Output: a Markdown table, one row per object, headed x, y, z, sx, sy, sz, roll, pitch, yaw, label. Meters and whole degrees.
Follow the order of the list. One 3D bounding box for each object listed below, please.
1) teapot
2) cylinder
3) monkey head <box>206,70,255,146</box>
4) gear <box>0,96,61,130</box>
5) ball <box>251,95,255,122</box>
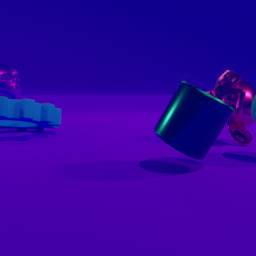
| x | y | z | sx | sy | sz | roll | pitch | yaw | label |
| --- | --- | --- | --- | --- | --- | --- | --- | --- | --- |
| -3.376 | -1.021 | 7.009 | 2.004 | 1.246 | 0.981 | -15 | -14 | 33 | teapot |
| 0.811 | -0.101 | 3.511 | 0.734 | 0.734 | 0.734 | 28 | 13 | -7 | cylinder |
| 1.843 | -0.457 | 5.324 | 1.146 | 1.593 | 0.960 | -17 | -34 | 27 | monkey head |
| -2.577 | -0.275 | 6.267 | 2.060 | 0.381 | 2.060 | 1 | -8 | 0 | gear |
| 2.141 | -0.279 | 3.929 | 0.751 | 0.751 | 0.751 | 0 | 7 | 0 | ball |
